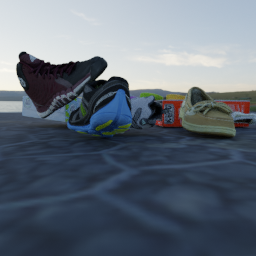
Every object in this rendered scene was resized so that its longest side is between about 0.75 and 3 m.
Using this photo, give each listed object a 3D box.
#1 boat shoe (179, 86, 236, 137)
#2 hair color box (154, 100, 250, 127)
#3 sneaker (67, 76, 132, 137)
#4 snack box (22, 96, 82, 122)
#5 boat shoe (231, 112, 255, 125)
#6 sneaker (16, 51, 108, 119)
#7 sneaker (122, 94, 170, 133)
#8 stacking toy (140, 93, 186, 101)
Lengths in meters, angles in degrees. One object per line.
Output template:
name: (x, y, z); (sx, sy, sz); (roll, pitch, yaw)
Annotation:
boat shoe: (1.687, -0.413, 6.175); (0.944, 0.814, 2.587); (8, 13, 2)
hair color box: (2.169, -0.455, 8.610); (2.632, 0.806, 1.336); (1, 4, -6)
sneaker: (-0.477, -0.335, 4.861); (0.780, 0.912, 2.201); (12, -11, -22)
snack box: (-1.805, -0.606, 8.757); (1.966, 0.732, 2.764); (0, 5, -43)
boat shoe: (3.329, -0.227, 7.851); (0.929, 0.298, 0.342); (11, -31, -4)
sneaker: (-1.497, -1.075, 5.421); (2.258, 1.304, 0.854); (-25, 21, 40)
sneaker: (0.219, -0.445, 6.426); (1.447, 0.804, 2.069); (-4, 27, -1)
stacking toy: (1.520, -0.730, 11.634); (2.014, 0.940, 2.225); (9, -6, 20)
